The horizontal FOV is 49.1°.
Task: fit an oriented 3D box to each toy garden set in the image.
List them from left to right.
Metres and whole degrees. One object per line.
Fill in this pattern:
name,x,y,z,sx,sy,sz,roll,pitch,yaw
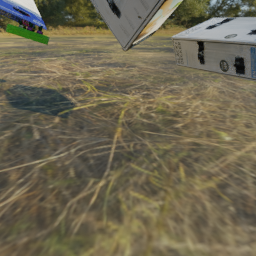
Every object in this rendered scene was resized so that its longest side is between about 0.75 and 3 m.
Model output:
toy garden set,-3.011,-2.749,7.435,1.831,0.438,2.196,13,14,-21

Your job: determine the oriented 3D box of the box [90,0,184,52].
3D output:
box,0.185,-2.754,4.993,0.888,1.723,2.954,-36,4,-16

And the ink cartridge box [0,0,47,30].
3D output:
ink cartridge box,-3.448,-3.867,7.708,0.585,2.788,1.664,-37,-19,22

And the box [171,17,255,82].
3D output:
box,2.185,-1.698,5.734,1.401,0.722,2.402,-29,30,-19
